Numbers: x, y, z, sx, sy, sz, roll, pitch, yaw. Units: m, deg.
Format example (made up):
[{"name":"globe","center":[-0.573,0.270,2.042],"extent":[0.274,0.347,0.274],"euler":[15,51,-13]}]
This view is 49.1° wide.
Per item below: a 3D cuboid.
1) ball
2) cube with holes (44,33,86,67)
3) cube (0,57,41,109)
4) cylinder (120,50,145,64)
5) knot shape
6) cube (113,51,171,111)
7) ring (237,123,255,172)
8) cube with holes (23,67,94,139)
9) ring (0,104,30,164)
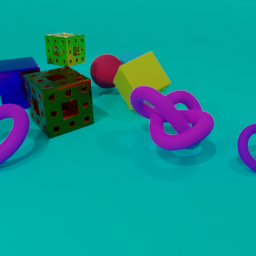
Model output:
[{"name":"ball","center":[-0.680,-1.831,9.101],"extent":[1.108,1.108,1.108],"euler":[0,31,0]},{"name":"cube with holes","center":[-1.747,-2.213,7.868],"extent":[0.778,0.778,0.778],"euler":[15,28,27]},{"name":"cube","center":[-3.280,-1.345,8.443],"extent":[1.209,1.209,1.209],"euler":[-14,33,-22]},{"name":"cylinder","center":[0.183,-2.057,9.734],"extent":[0.947,0.947,0.947],"euler":[1,42,-1]},{"name":"knot shape","center":[1.151,-0.261,6.424],"extent":[1.931,0.954,2.064],"euler":[-3,34,-44]},{"name":"cube","center":[0.360,-1.283,7.824],"extent":[1.052,1.052,1.052],"euler":[-30,-5,-17]},{"name":"ring","center":[2.788,0.414,5.842],"extent":[1.065,0.213,1.065],"euler":[2,75,-8]},{"name":"cube with holes","center":[-1.795,-0.727,7.325],"extent":[1.274,1.274,1.274],"euler":[-21,36,-31]},{"name":"ring","center":[-2.909,0.152,6.136],"extent":[1.660,0.332,1.660],"euler":[-12,51,15]}]
